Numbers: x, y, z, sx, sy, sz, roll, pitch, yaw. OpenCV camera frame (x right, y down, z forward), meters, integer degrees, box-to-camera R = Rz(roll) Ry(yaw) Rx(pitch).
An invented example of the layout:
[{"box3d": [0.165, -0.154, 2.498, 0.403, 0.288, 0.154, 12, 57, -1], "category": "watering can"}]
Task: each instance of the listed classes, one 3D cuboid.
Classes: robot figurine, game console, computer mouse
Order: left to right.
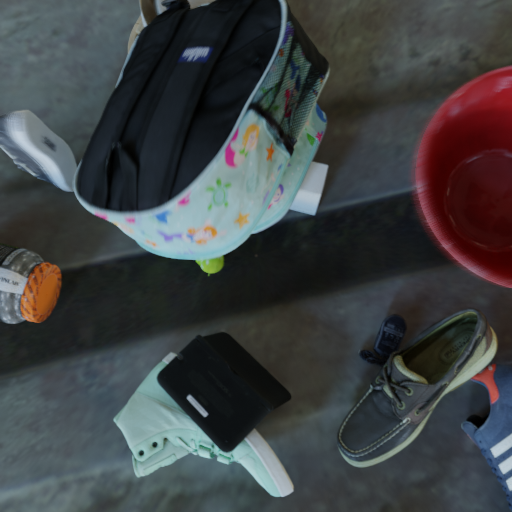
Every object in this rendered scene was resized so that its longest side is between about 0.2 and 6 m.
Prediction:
[{"box3d": [-0.733, -0.010, 9.120, 0.385, 0.584, 0.665, 15, 50, -31], "category": "robot figurine"}, {"box3d": [-0.447, 1.932, 8.210, 1.524, 0.887, 1.341, 41, 73, 20], "category": "game console"}, {"box3d": [2.066, 1.342, 8.889, 0.620, 0.236, 0.895, 26, 88, 5], "category": "computer mouse"}]

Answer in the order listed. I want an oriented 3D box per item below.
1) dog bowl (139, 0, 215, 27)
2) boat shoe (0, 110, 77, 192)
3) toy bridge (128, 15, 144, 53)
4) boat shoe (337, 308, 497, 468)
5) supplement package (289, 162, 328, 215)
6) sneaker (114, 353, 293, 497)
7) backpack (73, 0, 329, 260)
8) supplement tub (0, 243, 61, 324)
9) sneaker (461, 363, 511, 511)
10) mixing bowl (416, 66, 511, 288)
[{"box3d": [-1.018, -4.322, 9.902, 2.199, 0.645, 2.199, 1, 87, -21], "category": "dog bowl"}, {"box3d": [-3.461, -1.576, 8.814, 0.673, 1.984, 0.712, -5, 73, 8], "category": "boat shoe"}, {"box3d": [-1.585, -3.859, 10.183, 1.305, 0.529, 3.884, 21, 75, 6], "category": "toy bridge"}, {"box3d": [2.220, 1.796, 8.106, 2.907, 0.955, 1.039, -40, 42, -3], "category": "boat shoe"}, {"box3d": [0.816, -1.122, 9.199, 0.544, 0.928, 0.542, 15, 75, 4], "category": "supplement package"}, {"box3d": [-0.829, 2.829, 8.036, 2.673, 0.984, 1.577, 38, 72, 20], "category": "sneaker"}, {"box3d": [-0.816, -1.667, 8.168, 3.141, 2.664, 3.539, 8, 64, 37], "category": "backpack"}, {"box3d": [-4.118, 0.356, 8.657, 1.915, 1.173, 1.173, 14, 75, 5], "category": "supplement tub"}, {"box3d": [3.611, 2.869, 8.171, 1.106, 0.981, 2.617, -4, 82, 25], "category": "sneaker"}, {"box3d": [3.960, -1.042, 8.620, 3.254, 1.762, 3.254, -1, 83, 5], "category": "mixing bowl"}]
